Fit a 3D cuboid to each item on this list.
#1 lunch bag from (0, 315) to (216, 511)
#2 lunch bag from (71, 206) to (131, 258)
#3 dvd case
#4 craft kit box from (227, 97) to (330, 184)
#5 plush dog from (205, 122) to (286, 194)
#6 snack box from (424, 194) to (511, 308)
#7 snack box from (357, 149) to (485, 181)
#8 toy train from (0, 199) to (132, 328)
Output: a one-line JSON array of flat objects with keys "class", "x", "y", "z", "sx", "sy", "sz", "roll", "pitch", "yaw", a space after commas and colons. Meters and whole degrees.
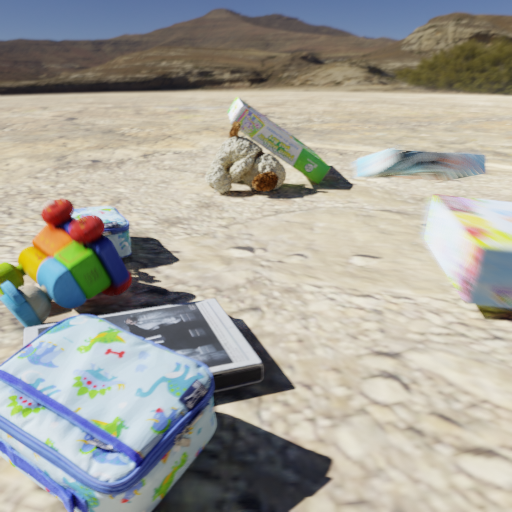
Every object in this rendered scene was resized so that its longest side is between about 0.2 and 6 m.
[{"class": "lunch bag", "x": -1.272, "y": 1.238, "z": 4.496, "sx": 1.708, "sy": 0.704, "sz": 1.373, "roll": 21, "pitch": 39, "yaw": 26}, {"class": "lunch bag", "x": -2.828, "y": -0.359, "z": 9.347, "sx": 1.302, "sy": 0.668, "sz": 1.619, "roll": -11, "pitch": 21, "yaw": -19}, {"class": "dvd case", "x": -1.280, "y": 1.050, "z": 5.992, "sx": 2.270, "sy": 0.281, "sz": 1.706, "roll": -7, "pitch": 22, "yaw": -19}, {"class": "craft kit box", "x": 0.511, "y": -3.149, "z": 14.998, "sx": 2.745, "sy": 0.666, "sz": 2.711, "roll": 32, "pitch": 17, "yaw": -16}, {"class": "plush dog", "x": -0.063, "y": -2.196, "z": 13.554, "sx": 1.708, "sy": 1.596, "sz": 1.989, "roll": 27, "pitch": 24, "yaw": 5}, {"class": "snack box", "x": 3.843, "y": -0.086, "z": 8.069, "sx": 2.226, "sy": 0.893, "sz": 2.640, "roll": 7, "pitch": 22, "yaw": 3}, {"class": "snack box", "x": 3.082, "y": -1.691, "z": 10.554, "sx": 2.038, "sy": 0.378, "sz": 1.184, "roll": 0, "pitch": 1, "yaw": -16}, {"class": "toy train", "x": -2.962, "y": 0.021, "z": 7.604, "sx": 1.492, "sy": 1.091, "sz": 2.578, "roll": -38, "pitch": 39, "yaw": -25}]
